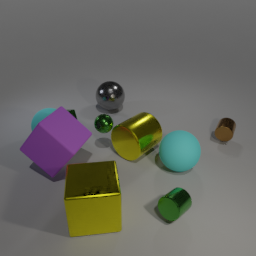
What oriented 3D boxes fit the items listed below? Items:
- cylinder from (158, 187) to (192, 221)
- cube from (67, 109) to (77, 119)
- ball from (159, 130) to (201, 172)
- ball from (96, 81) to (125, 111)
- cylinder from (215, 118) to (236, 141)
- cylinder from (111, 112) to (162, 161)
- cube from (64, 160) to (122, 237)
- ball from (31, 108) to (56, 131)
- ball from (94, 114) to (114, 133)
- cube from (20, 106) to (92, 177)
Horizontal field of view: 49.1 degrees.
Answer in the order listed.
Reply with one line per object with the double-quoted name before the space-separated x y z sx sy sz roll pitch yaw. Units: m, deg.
"cylinder" 1.297 2.094 7.749 0.700 0.700 0.700 24 27 34
"cube" -2.321 -0.244 10.236 0.700 0.700 0.700 -27 21 -39
"ball" 1.756 0.776 9.532 1.400 1.400 1.400 0 31 0
"ball" -0.845 -1.534 13.366 1.400 1.400 1.400 0 31 0
"cylinder" 3.841 0.056 11.042 0.700 0.700 0.700 14 39 23
"cylinder" 0.326 0.288 10.390 1.400 1.400 1.400 24 38 35
"cube" -0.942 1.897 7.678 1.400 1.400 1.400 -4 31 -7
"ball" -3.070 -0.087 11.006 1.400 1.400 1.400 0 31 0
"ball" -0.869 -0.158 10.076 0.700 0.700 0.700 0 31 0
"cube" -2.300 0.430 9.079 1.400 1.400 1.400 42 31 -5
